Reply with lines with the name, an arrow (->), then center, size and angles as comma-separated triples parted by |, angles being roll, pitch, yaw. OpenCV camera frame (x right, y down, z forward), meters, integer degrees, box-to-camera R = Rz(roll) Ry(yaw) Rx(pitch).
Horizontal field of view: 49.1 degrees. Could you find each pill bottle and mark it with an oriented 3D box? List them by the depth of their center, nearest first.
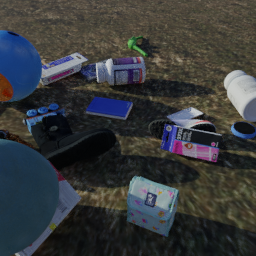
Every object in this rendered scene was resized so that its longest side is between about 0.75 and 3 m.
pill bottle -> 4.337, -1.256, 10.275 | 1.168, 1.168, 2.042 | -3, 38, -4
pill bottle -> -0.323, -2.375, 11.781 | 1.961, 1.092, 1.092 | -5, 38, -8

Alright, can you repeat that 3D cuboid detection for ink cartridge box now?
ink cartridge box -> -2.103, 1.764, 6.236 | 0.711, 1.237, 1.704 | -29, 12, 47
ink cartridge box -> 1.861, 0.431, 8.382 | 1.712, 0.811, 0.317 | 12, 5, 16
ink cartridge box -> -3.003, -2.703, 12.608 | 2.345, 0.435, 1.110 | -30, 46, -23

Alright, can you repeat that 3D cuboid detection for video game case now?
video game case -> -1.234, -2.694, 12.951 | 1.957, 0.186, 1.398 | -23, 43, -26

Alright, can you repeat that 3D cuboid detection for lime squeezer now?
lime squeezer -> 0.474, -4.638, 15.212 | 0.968, 0.517, 2.742 | -2, 37, -2

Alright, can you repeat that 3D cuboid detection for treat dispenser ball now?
treat dispenser ball -> -4.578, -2.278, 10.490 | 2.610, 2.610, 2.610 | 0, 38, 0

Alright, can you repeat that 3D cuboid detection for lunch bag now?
lunch bag -> 0.558, 1.710, 6.353 | 1.086, 1.275, 0.778 | 16, 40, 19

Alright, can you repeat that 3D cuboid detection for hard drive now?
hard drive -> -0.678, -0.754, 10.424 | 1.498, 0.190, 0.988 | 9, 39, 12

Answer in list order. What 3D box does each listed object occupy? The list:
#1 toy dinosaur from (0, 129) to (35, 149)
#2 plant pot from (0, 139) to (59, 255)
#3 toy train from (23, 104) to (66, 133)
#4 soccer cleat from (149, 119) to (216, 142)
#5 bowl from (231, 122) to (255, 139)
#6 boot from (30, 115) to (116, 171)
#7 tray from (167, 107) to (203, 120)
toy dinosaur -> -3.968, 0.388, 8.300 | 2.341, 1.196, 1.589 | -14, 16, 17
plant pot -> -2.680, 1.118, 5.308 | 2.341, 1.577, 2.341 | -2, 60, 4
toy train -> -2.782, -0.299, 9.539 | 1.442, 0.625, 0.824 | -20, 51, -27
soccer cleat -> 1.739, 0.034, 9.137 | 2.112, 0.720, 0.773 | 1, 13, 8
bowl -> 3.895, 0.053, 9.415 | 0.793, 0.156, 0.793 | 0, 38, 0
boot -> -1.733, 0.163, 8.563 | 2.295, 0.876, 1.928 | -23, 44, -12
tray -> 2.033, -0.419, 9.989 | 1.192, 0.132, 0.640 | -20, 33, -25
